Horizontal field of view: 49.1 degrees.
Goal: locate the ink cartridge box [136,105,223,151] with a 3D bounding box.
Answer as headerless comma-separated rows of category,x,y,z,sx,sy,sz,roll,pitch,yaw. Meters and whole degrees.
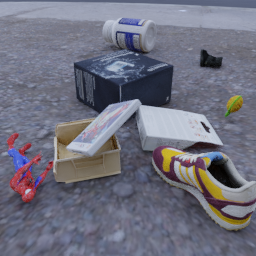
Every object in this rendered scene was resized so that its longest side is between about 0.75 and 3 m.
ink cartridge box,1.431,0.060,8.354,2.238,0.529,1.791,8,30,-11

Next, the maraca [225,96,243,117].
maraca,3.335,-0.681,8.874,0.556,0.811,0.434,-16,50,-46

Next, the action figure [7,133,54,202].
action figure,-2.261,0.752,6.610,1.128,0.744,2.279,-39,38,4

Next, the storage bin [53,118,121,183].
storage bin,-1.093,0.501,7.189,1.612,0.761,1.623,-9,34,-9

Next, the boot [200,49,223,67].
boot,4.050,-3.393,13.612,1.041,0.524,1.392,1,42,15

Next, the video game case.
video game case,-0.632,-0.023,6.761,1.710,0.196,1.558,-46,20,-21

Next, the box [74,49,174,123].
box,-0.165,-1.595,9.909,2.484,1.483,2.526,-27,42,-35

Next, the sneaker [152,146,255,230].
sneaker,1.593,0.875,6.184,1.037,1.247,2.767,-22,38,-31

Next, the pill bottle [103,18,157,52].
pill bottle,0.056,-5.208,15.498,2.718,1.627,1.627,16,36,25
